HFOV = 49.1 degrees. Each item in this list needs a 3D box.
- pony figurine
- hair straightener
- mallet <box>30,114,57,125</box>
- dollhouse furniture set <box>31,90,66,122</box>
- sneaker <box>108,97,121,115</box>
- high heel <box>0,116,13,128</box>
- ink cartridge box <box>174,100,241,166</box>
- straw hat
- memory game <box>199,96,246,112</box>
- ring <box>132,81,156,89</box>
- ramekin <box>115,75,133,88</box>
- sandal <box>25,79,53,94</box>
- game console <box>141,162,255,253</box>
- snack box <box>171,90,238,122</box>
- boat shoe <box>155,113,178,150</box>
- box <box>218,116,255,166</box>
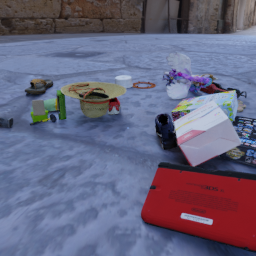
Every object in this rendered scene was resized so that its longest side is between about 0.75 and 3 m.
[{"bbox_3d":[2.657,-2.372,13.323,2.412,2.080,2.498,2,7,-18],"label":"pony figurine"},{"bbox_3d":[4.567,-1.850,13.169,1.108,0.589,2.881,-9,18,-22],"label":"hair straightener"},{"bbox_3d":[-3.040,-0.240,10.117,0.954,0.196,0.314,-25,44,-31],"label":"mallet"},{"bbox_3d":[-3.164,-1.071,10.968,1.296,0.993,1.978,-7,24,-15],"label":"dollhouse furniture set"},{"bbox_3d":[-0.554,-1.050,11.351,0.593,0.654,1.541,-3,23,-6],"label":"sneaker"},{"bbox_3d":[-4.956,-0.134,8.850,1.679,0.841,2.356,8,8,3],"label":"high heel"},{"bbox_3d":[2.073,0.019,7.838,1.368,0.792,2.348,-29,13,14],"label":"ink cartridge box"},{"bbox_3d":[-1.292,-0.978,10.676,2.499,1.058,2.499,2,23,-1],"label":"straw hat"},{"bbox_3d":[3.856,-1.044,11.988,2.266,0.144,2.266,0,23,0],"label":"memory game"},{"bbox_3d":[0.829,-2.327,15.008,1.333,0.128,1.333,0,24,0],"label":"ring"},{"bbox_3d":[-0.237,-2.444,14.762,0.992,0.483,0.992,-3,25,1],"label":"ramekin"},{"bbox_3d":[-4.432,-2.210,14.053,0.975,0.651,2.386,4,24,10],"label":"sandal"},{"bbox_3d":[1.730,1.456,5.680,2.277,1.351,1.962,3,52,34],"label":"game console"},{"bbox_3d":[2.733,-0.673,9.843,1.991,0.674,1.679,-7,18,27],"label":"snack box"},{"bbox_3d":[1.163,-0.151,8.799,0.721,0.895,1.931,-15,23,3],"label":"boat shoe"},{"bbox_3d":[4.069,0.433,7.990,2.407,0.598,2.389,12,27,26],"label":"box"}]
